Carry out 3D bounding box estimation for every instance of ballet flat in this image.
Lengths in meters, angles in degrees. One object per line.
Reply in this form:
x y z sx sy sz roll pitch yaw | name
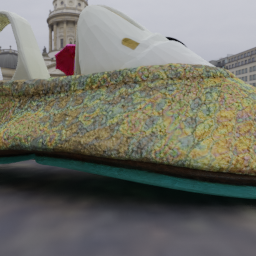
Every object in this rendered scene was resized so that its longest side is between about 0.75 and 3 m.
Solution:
-0.424 -0.190 1.601 2.923 1.033 1.033 1 3 15 | ballet flat

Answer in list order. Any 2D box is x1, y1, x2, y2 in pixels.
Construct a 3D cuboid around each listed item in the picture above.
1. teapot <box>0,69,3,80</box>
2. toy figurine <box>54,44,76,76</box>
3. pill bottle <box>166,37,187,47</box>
-2.725 -0.921 3.273 2.502 1.827 2.469 4 19 -2 | teapot
-1.500 -1.292 8.469 2.083 2.553 2.774 -2 4 -29 | toy figurine
1.055 -1.773 9.943 1.584 1.584 2.833 0 -18 -9 | pill bottle
